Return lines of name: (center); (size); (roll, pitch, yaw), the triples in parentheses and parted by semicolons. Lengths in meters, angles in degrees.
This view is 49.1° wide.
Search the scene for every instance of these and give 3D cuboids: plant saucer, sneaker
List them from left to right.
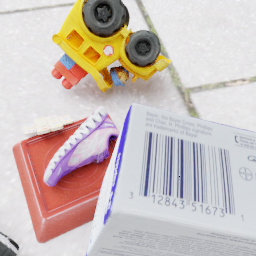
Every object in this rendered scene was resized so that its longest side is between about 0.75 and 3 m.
sneaker: (-3.016, 1.668, 5.084); (0.998, 2.483, 1.072); (-44, 19, 10)
plant saucer: (-1.185, 0.830, 6.447); (2.610, 0.479, 2.605); (-21, 57, -14)
sneaker: (-0.906, 0.498, 6.025); (0.916, 0.833, 2.072); (43, 65, -6)

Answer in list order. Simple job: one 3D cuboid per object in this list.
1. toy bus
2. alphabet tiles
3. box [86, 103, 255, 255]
toy bus: (-0.629, -1.929, 7.494); (2.797, 2.685, 1.898); (41, 15, -9)
alphabet tiles: (-1.990, -0.106, 6.919); (1.187, 0.089, 1.213); (-15, 20, -18)
box: (0.877, 1.249, 4.366); (2.617, 2.846, 1.493); (13, 55, -6)
